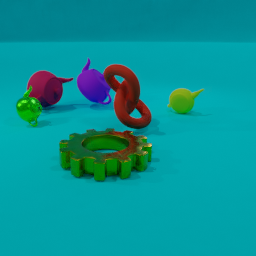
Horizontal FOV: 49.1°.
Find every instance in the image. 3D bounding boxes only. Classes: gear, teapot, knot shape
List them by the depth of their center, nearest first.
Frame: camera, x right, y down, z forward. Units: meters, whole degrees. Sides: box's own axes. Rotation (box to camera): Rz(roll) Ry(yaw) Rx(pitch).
[{"bbox_3d":[-0.453,0.461,5.714,1.843,0.341,1.843,1,19,0],"label":"gear"},{"bbox_3d":[-0.046,-0.932,7.364,0.832,1.684,1.800,-21,37,6],"label":"knot shape"},{"bbox_3d":[-2.733,-0.589,7.844,0.581,1.186,0.738,-20,-12,23],"label":"teapot"},{"bbox_3d":[1.803,-0.923,8.978,1.332,0.828,0.652,-23,12,40],"label":"teapot"},{"bbox_3d":[-2.655,-1.308,9.407,0.981,1.246,2.003,12,37,26],"label":"teapot"},{"bbox_3d":[-1.146,-1.585,9.776,2.019,0.989,1.256,58,20,23],"label":"teapot"}]
